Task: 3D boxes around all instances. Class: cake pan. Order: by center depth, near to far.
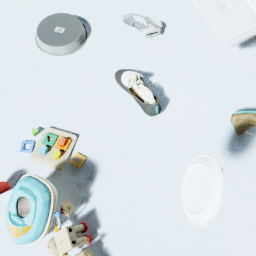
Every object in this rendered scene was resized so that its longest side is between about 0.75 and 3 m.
[{"bbox_3d":[-2.531,-3.575,10.514,1.993,0.365,1.993,0,64,0],"label":"cake pan"}]

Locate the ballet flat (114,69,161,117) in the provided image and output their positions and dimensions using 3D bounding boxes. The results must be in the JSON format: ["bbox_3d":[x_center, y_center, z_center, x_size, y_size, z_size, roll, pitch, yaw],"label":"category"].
[{"bbox_3d":[0.345,-1.349,9.188,0.762,0.767,2.241,-35,68,-15],"label":"ballet flat"}]

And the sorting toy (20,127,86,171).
[{"bbox_3d":[-2.256,0.586,8.497,2.099,0.286,1.182,16,65,7],"label":"sorting toy"}]

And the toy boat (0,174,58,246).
[{"bbox_3d":[-2.943,1.984,7.189,2.278,1.059,1.915,20,99,23],"label":"toy boat"}]

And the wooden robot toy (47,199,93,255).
[{"bbox_3d":[-1.574,3.033,7.169,1.006,0.977,2.217,-34,64,23],"label":"wooden robot toy"}]

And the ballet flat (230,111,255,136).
[{"bbox_3d":[4.441,-0.154,8.651,2.490,0.845,0.901,-6,84,-2],"label":"ballet flat"}]

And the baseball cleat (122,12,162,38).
[{"bbox_3d":[0.501,-3.860,10.555,1.564,0.545,0.833,10,64,6],"label":"baseball cleat"}]

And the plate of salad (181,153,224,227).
[{"bbox_3d":[1.351,1.109,5.054,0.312,1.300,1.300,13,62,-17],"label":"plate of salad"}]

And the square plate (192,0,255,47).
[{"bbox_3d":[2.602,-3.370,7.562,0.361,2.537,2.513,-42,98,-4],"label":"square plate"}]
